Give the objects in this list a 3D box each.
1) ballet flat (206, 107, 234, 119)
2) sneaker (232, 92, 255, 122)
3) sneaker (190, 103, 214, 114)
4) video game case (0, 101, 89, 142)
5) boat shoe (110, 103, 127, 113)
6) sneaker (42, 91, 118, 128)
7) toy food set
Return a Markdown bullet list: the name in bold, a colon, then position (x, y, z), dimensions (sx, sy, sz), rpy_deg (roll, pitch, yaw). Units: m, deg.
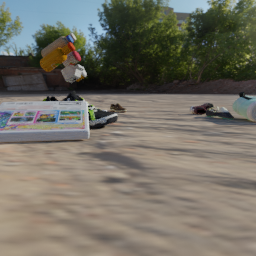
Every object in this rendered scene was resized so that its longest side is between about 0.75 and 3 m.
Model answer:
- **ballet flat**: position (3.673, -0.633, 11.299), dimensions (0.489, 0.489, 1.338), rpy_deg (-5, 10, -30)
- **sneaker**: position (5.564, -0.929, 10.759), dimensions (2.948, 1.085, 1.739), rpy_deg (-4, 16, -9)
- **sneaker**: position (3.547, -0.825, 12.868), dimensions (1.265, 0.479, 0.731), rpy_deg (-14, 17, -17)
- **video game case**: position (-2.290, -0.238, 7.362), dimensions (2.472, 0.293, 2.250), rpy_deg (-1, 24, -9)
- **boat shoe**: position (-0.518, -1.016, 13.905), dimensions (0.442, 0.442, 1.196), rpy_deg (-7, 11, -41)
- **sneaker**: position (-1.633, -0.609, 8.881), dimensions (2.668, 1.105, 0.957), rpy_deg (3, 9, 17)
- **toy food set**: position (-2.075, -2.578, 10.163), dimensions (1.215, 1.289, 2.700), rpy_deg (-30, -11, 15)
